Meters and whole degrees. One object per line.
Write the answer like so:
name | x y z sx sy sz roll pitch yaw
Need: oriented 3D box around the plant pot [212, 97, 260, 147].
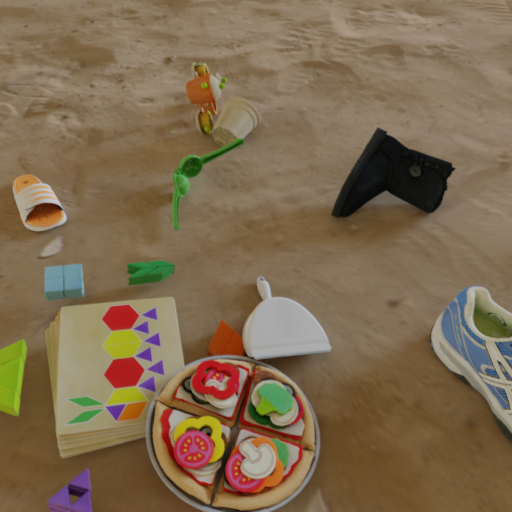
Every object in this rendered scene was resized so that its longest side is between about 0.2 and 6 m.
plant pot | -0.568 -3.148 13.568 1.031 1.031 0.944 19 58 19

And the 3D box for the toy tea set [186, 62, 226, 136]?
toy tea set | -1.085 -4.176 14.184 0.890 1.430 2.405 -9 41 10

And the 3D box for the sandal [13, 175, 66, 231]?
sandal | -4.717 -1.277 11.772 0.816 0.610 2.130 -25 49 -24

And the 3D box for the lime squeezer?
lime squeezer | -1.364 -1.635 12.175 1.014 0.541 2.870 23 57 14

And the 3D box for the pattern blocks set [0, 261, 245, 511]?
pattern blocks set | -2.102 1.749 8.647 3.974 0.366 4.521 1 44 -7

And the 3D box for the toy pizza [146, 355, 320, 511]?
toy pizza | -0.286 2.331 7.759 2.443 0.387 2.443 7 43 -7

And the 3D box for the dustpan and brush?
dustpan and brush | 0.326 0.987 9.551 1.391 0.570 1.993 -3 49 -16

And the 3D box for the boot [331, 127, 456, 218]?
boot | 2.874 -1.387 11.624 1.936 0.880 2.304 30 72 8

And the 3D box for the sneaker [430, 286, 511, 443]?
sneaker | 3.934 1.780 8.085 1.262 1.284 3.333 -26 50 -27
